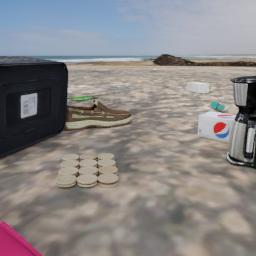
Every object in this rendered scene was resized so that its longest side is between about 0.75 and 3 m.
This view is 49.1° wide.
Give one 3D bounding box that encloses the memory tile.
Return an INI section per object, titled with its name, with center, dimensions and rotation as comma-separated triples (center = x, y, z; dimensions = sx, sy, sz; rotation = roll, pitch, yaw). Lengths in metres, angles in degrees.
[memory tile]
center = -0.746, 0.770, 5.289
dimensions = 1.097, 0.120, 1.431
rotation = -2, 15, -6

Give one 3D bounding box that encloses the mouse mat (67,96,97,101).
[mouse mat]
center = -2.198, -1.444, 13.628
dimensions = 1.260, 0.047, 1.014
rotation = -15, 21, -42

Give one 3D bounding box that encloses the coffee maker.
[coffee maker]
center = 2.870, -0.153, 5.558
dimensions = 1.681, 1.750, 1.179
rotation = 0, 16, 0

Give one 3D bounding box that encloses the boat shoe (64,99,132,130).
[boat shoe]
center = -0.891, -0.459, 8.466
dimensions = 2.219, 0.821, 0.820
rotation = -7, 17, -24

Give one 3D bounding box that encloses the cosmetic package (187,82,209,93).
[cosmetic package]
center = 3.937, -2.287, 15.806
dimensions = 0.668, 0.527, 1.242
rotation = -4, 14, -22

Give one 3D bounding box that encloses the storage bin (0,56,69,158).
[storage bin]
center = -2.790, -0.643, 6.640
dimensions = 1.353, 1.951, 2.885
rotation = 13, 18, 19

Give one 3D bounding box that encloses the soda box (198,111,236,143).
[soda box]
center = 2.756, 0.045, 7.011
dimensions = 1.932, 0.615, 0.658
rotation = 13, 20, 42

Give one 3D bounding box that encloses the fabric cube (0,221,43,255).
[fabric cube]
center = -0.788, 1.331, 1.214
dimensions = 1.142, 1.164, 1.160
rotation = 12, 19, 41

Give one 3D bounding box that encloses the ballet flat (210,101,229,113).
[ballet flat]
center = 3.545, -0.785, 10.829
dimensions = 0.320, 0.346, 1.026
rotation = 25, 12, -18
